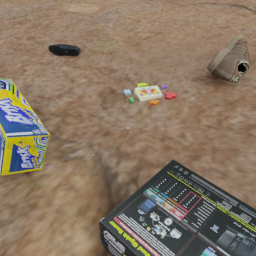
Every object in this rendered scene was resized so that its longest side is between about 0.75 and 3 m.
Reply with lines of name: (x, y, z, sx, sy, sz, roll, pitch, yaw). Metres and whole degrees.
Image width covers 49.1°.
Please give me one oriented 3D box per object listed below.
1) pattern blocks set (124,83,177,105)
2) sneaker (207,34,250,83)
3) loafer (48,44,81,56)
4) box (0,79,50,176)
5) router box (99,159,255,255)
pattern blocks set: (0.612, -1.039, 8.303, 1.359, 0.110, 1.195, -18, 42, -21)
sneaker: (3.559, -2.238, 9.378, 1.069, 0.997, 2.830, 42, 48, 8)
loafer: (-2.360, -2.931, 10.474, 1.185, 0.402, 0.416, 6, 34, 0)
box: (-2.760, -0.175, 6.362, 0.882, 0.961, 2.742, -4, 34, -40)
router box: (1.049, 1.768, 4.245, 2.456, 0.763, 1.840, 31, 48, 34)
